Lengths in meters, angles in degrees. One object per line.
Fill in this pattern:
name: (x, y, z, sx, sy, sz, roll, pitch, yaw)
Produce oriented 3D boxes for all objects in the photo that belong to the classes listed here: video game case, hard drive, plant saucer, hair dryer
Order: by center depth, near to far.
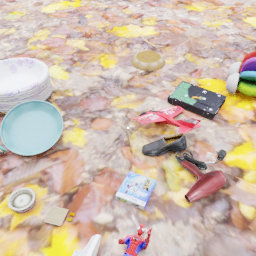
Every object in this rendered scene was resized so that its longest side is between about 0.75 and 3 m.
video game case: (0.268, 1.946, 8.852, 0.968, 0.243, 1.068, 17, 45, 17)
hair dryer: (2.319, 1.555, 9.207, 1.744, 0.622, 2.289, -2, 35, 24)
plant saucer: (-3.523, 0.025, 10.424, 2.264, 0.407, 2.264, 1, 63, -1)
hard drive: (2.985, -1.247, 12.212, 2.140, 0.405, 1.495, 25, 48, 24)
plant saucer: (1.075, -3.659, 14.913, 1.858, 0.329, 1.858, 0, 43, 0)

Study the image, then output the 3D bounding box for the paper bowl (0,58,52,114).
paper bowl: (-4.702, -1.679, 11.855, 2.916, 1.516, 2.916, 0, 42, 0)

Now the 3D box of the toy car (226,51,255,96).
toy car: (5.606, -2.439, 12.513, 2.058, 1.764, 2.352, 15, 45, 14)

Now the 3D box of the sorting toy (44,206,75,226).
sorting toy: (-1.990, 2.617, 8.237, 0.792, 0.106, 0.590, 10, 39, 11)

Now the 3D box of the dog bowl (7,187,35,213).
dog bowl: (-3.198, 2.222, 8.509, 0.813, 0.300, 0.813, 0, 43, 0)

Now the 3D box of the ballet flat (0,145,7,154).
ballet flat: (-5.119, 0.592, 10.146, 1.955, 0.703, 0.703, 32, 51, 30)

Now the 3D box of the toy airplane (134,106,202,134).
toy airplane: (1.631, -0.325, 10.821, 2.777, 0.511, 2.777, -1, 17, 0)

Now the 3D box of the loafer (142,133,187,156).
loafer: (1.274, 0.542, 10.027, 1.653, 0.598, 0.602, -13, 39, -1)

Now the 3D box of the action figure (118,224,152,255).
action figure: (-0.006, 3.210, 6.904, 0.729, 1.105, 2.233, 16, 42, 16)

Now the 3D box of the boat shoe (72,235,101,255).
boat shoe: (-1.211, 3.371, 7.055, 0.533, 0.560, 1.556, 19, 60, 17)
